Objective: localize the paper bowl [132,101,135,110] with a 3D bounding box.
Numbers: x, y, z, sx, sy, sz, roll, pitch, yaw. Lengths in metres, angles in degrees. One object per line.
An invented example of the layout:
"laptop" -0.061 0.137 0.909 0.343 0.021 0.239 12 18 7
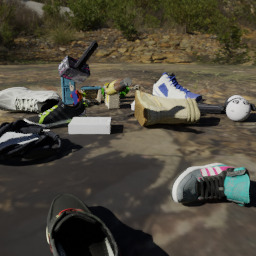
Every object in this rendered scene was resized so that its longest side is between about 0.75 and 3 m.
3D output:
"paper bowl" 0.647 -1.115 13.203 0.950 0.494 0.950 1 17 0

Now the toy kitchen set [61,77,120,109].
"toy kitchen set" -1.889 -1.846 13.742 2.689 1.584 2.154 -4 17 -11

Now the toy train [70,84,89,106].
"toy train" -2.428 -1.692 13.950 0.752 1.300 0.550 -4 -17 -46

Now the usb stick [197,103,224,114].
"usb stick" 2.987 -0.911 12.651 2.552 0.416 0.708 3 10 11

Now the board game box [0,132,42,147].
"board game box" -3.747 0.392 8.417 2.064 0.267 2.063 9 19 30

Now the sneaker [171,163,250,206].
"sneaker" 1.715 1.114 5.248 1.728 0.722 1.043 -11 10 -36

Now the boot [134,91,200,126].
"boot" 1.449 -0.857 11.260 2.280 1.068 2.934 -2 18 -6

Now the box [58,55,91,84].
"box" -2.017 -2.160 10.533 0.994 0.570 0.657 15 -37 -43

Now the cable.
"cable" -3.061 0.264 7.595 2.212 0.562 1.805 -10 34 -37

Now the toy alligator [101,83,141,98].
"toy alligator" -0.493 -2.040 16.035 2.859 0.848 0.776 -5 58 -20

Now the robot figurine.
"robot figurine" 4.413 -0.832 11.342 1.149 0.954 1.529 -40 4 20

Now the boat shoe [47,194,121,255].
"boat shoe" -0.669 1.477 3.920 0.867 0.742 2.369 -9 17 -20

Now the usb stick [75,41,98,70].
"usb stick" -1.213 -2.112 8.185 0.160 0.982 0.272 34 -5 24

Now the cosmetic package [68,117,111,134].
"cosmetic package" -1.309 -0.095 9.911 1.410 0.364 1.063 0 14 0

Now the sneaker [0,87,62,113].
"sneaker" -4.310 -1.167 12.236 2.958 1.116 1.702 -4 15 -22

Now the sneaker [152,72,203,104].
"sneaker" 2.276 -1.959 14.068 2.809 1.622 1.135 13 22 39

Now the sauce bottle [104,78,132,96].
"sauce bottle" -0.289 -1.263 8.489 0.410 0.410 1.266 -10 2 -31

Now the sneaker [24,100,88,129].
"sneaker" -2.666 -0.586 10.474 2.382 0.986 0.854 -8 18 -27
